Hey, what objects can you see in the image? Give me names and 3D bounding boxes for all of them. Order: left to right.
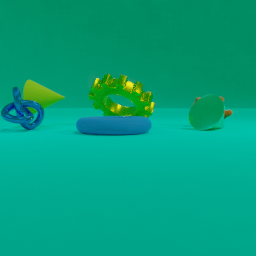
[{"bbox_3d":[-2.701,-0.529,7.116,0.540,1.093,1.168,-27,-10,19],"label":"knot shape"},{"bbox_3d":[-2.398,-0.905,8.348,1.057,1.053,1.053,0,4,1],"label":"cone"},{"bbox_3d":[-0.332,-0.080,6.671,1.789,0.358,1.789,0,4,0],"label":"ring"},{"bbox_3d":[-0.203,-0.830,8.679,2.025,0.375,2.025,14,-29,8],"label":"gear"},{"bbox_3d":[2.442,-0.533,8.363,1.004,1.021,0.560,-33,-9,20],"label":"cow figurine"},{"bbox_3d":[2.348,-0.212,7.579,1.020,1.020,1.024,5,-20,48],"label":"cone"}]
